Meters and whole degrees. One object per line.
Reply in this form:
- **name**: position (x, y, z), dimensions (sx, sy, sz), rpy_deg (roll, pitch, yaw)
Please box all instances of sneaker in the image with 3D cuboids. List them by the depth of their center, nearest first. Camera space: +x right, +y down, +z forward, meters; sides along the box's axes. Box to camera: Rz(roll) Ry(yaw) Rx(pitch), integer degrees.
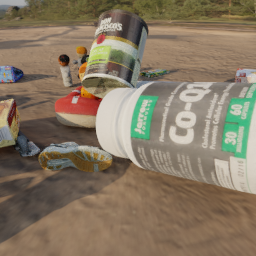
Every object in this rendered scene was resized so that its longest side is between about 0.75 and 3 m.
- **sneaker**: position (-0.990, 0.480, 5.478), dimensions (1.417, 0.536, 0.621), rpy_deg (3, 25, 4)

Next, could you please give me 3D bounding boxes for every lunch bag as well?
- **lunch bag**: position (-4.884, -2.196, 11.287), dimensions (1.004, 0.627, 1.333), rpy_deg (-4, 16, -2)

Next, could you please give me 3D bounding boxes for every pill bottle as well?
- **pill bottle**: position (0.929, 0.028, 4.709), dimensions (2.826, 1.598, 1.598), rpy_deg (7, 24, 37)

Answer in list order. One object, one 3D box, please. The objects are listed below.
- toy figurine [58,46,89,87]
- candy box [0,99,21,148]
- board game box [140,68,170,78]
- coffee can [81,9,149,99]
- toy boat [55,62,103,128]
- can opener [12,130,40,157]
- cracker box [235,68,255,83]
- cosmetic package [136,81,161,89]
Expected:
- **toy figurine**: position (-1.524, -2.294, 10.274), dimensions (1.783, 1.260, 1.811), rpy_deg (16, 38, 27)
- **candy box**: position (-3.564, 0.071, 5.955), dimensions (2.281, 0.631, 1.317), rpy_deg (-12, 26, -10)
- **board game box**: position (1.182, -2.395, 12.151), dimensions (1.204, 0.141, 0.631), rpy_deg (-19, 33, -35)
- **coffee can**: position (-0.277, -1.665, 6.622), dimensions (1.261, 1.723, 1.261), rpy_deg (11, -16, 3)
- **toy boat**: position (-0.989, -0.966, 7.400), dimensions (1.520, 1.522, 2.329), rpy_deg (5, 25, 11)
- **can opener**: position (-2.330, 0.260, 6.100), dimensions (0.369, 0.466, 1.403), rpy_deg (-20, 27, -32)
- **cracker box**: position (4.899, -1.729, 10.213), dimensions (1.873, 0.540, 1.255), rpy_deg (9, 26, 19)
- **cosmetic package**: position (1.148, -0.692, 7.590), dimensions (2.459, 0.876, 1.247), rpy_deg (2, 25, 7)
